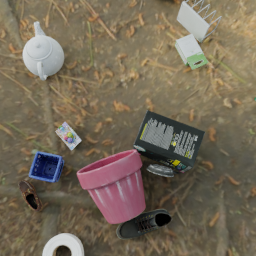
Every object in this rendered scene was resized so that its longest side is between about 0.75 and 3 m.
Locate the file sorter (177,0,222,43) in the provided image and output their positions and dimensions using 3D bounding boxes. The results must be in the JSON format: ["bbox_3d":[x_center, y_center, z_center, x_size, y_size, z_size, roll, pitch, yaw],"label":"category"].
[{"bbox_3d":[3.091,-4.778,12.111,0.978,1.089,1.570,-38,78,-13],"label":"file sorter"}]

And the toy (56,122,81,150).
[{"bbox_3d":[-2.369,0.312,10.940,0.582,0.238,1.010,-44,79,10],"label":"toy"}]

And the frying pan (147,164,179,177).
[{"bbox_3d":[1.348,1.458,9.376,1.513,0.915,0.246,11,95,-24],"label":"frying pan"}]

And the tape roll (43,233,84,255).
[{"bbox_3d":[-2.281,4.489,9.942,1.398,0.489,1.398,0,74,0],"label":"tape roll"}]

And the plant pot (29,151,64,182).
[{"bbox_3d":[-2.987,1.498,10.525,0.996,0.895,0.995,12,76,3],"label":"plant pot"}]

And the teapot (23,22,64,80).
[{"bbox_3d":[-3.549,-3.061,11.511,1.820,1.329,1.796,36,78,8],"label":"teapot"}]

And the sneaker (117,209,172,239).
[{"bbox_3d":[0.542,3.377,9.921,2.055,1.091,0.768,-21,76,-5],"label":"sneaker"}]

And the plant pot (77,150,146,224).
[{"bbox_3d":[-0.391,2.081,9.821,2.266,2.266,2.028,-20,91,-5],"label":"plant pot"}]

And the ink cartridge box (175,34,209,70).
[{"bbox_3d":[2.700,-3.181,11.993,0.792,0.452,1.525,-24,76,-6],"label":"ink cartridge box"}]

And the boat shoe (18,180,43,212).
[{"bbox_3d":[-3.668,2.509,10.476,0.486,0.486,1.381,-39,77,-9],"label":"boat shoe"}]

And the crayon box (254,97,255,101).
[{"bbox_3d":[6.043,-0.881,11.383,0.920,0.451,1.549,-32,77,-8],"label":"crayon box"}]

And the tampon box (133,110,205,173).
[{"bbox_3d":[1.414,0.543,10.384,2.192,1.643,1.384,21,76,5],"label":"tampon box"}]
